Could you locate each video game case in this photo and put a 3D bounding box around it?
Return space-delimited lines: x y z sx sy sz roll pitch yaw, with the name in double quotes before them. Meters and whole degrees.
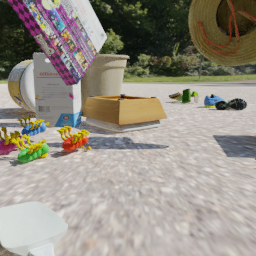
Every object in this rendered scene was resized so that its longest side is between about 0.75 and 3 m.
"video game case" -1.047 -1.800 4.666 0.294 1.644 1.490 -5 45 29

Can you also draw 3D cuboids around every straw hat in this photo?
"straw hat" 2.155 -2.248 5.389 2.022 2.022 0.856 3 20 16

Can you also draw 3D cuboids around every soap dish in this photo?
"soap dish" -0.165 -0.475 7.696 1.574 0.812 2.000 -8 12 -35

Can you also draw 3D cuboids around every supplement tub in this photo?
"supplement tub" -3.203 -1.511 10.147 1.914 1.914 2.647 -8 13 -34

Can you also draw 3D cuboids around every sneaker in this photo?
"sneaker" 3.918 -1.202 12.194 1.461 0.573 0.482 -4 10 -28
"sneaker" 4.066 -0.960 11.162 1.253 0.486 0.541 1 8 6

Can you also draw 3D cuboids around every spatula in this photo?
"spatula" -0.885 1.030 1.562 1.551 0.179 2.231 -6 12 -35

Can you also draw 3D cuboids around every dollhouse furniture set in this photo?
"dollhouse furniture set" 2.740 -1.394 13.938 0.855 0.655 1.305 17 -21 -41

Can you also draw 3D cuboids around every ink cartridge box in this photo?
"ink cartridge box" -1.898 -1.033 7.613 1.114 1.934 0.656 2 12 9

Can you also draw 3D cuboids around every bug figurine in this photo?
"bug figurine" -1.612 0.209 5.107 1.775 0.457 1.376 13 22 36

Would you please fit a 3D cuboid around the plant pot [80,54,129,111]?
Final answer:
"plant pot" -1.074 -1.657 10.562 2.248 2.058 2.248 0 11 0
